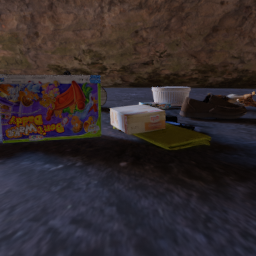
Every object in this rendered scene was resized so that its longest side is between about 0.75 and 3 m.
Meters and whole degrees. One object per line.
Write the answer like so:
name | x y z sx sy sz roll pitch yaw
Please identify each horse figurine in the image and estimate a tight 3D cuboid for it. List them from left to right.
horse figurine | 4.869 -1.258 13.153 2.906 0.725 1.926 -1 -5 29

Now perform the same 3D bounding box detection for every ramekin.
ramekin | 2.420 -1.814 15.846 2.151 1.002 2.151 1 10 0

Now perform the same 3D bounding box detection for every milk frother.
milk frother | -2.246 -1.935 14.075 1.702 1.886 1.774 1 9 29

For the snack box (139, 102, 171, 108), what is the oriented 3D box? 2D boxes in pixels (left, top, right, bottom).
snack box | 1.354 -1.160 14.248 1.454 0.270 0.844 -2 10 -9

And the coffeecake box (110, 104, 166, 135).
coffeecake box | 0.218 -0.259 7.257 1.016 0.484 1.324 -8 14 -19

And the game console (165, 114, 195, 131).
game console | 1.159 -0.171 8.549 1.364 0.279 2.312 -5 12 -28

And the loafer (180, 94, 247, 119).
loafer | 3.172 -0.811 10.272 2.488 0.883 0.909 -1 11 -6

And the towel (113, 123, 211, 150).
towel | 0.709 0.129 7.097 1.199 0.251 2.785 -10 14 -25

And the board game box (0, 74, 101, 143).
board game box | -1.819 -0.507 6.762 2.297 1.545 0.514 -4 11 -18
